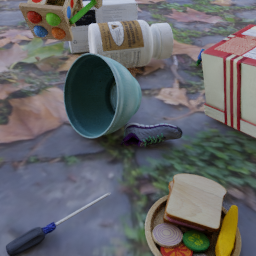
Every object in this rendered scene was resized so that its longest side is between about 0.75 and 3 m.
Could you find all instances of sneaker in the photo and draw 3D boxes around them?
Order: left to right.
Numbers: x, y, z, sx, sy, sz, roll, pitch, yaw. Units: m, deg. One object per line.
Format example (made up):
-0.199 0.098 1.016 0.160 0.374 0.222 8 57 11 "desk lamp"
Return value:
0.585 0.271 7.005 1.506 0.561 0.659 1 48 19 "sneaker"

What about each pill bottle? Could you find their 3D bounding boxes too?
0.087 -3.026 10.156 2.860 1.635 1.635 -9 39 -11 "pill bottle"

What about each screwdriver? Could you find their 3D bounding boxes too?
-1.211 1.703 5.262 2.143 0.312 0.299 -28 48 -26 "screwdriver"

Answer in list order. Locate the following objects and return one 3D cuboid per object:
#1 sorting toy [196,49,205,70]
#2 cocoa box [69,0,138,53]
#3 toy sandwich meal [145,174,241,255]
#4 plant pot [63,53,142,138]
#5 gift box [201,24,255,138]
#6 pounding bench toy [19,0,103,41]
3.012 -2.474 10.432 0.901 0.615 1.499 31 34 13 "sorting toy"
-1.193 -4.480 11.770 2.826 1.885 1.855 -9 39 -11 "cocoa box"
1.195 1.681 5.035 1.897 0.650 1.897 0 38 0 "toy sandwich meal"
-0.519 -0.836 7.347 2.069 2.069 1.386 33 27 35 "plant pot"
3.483 -1.148 7.115 2.419 2.258 2.232 -28 37 -17 "gift box"
-0.851 -1.596 3.801 0.934 0.580 0.729 8 67 6 "pounding bench toy"
